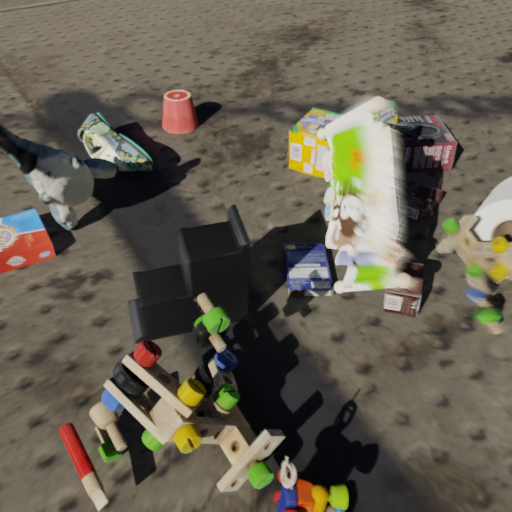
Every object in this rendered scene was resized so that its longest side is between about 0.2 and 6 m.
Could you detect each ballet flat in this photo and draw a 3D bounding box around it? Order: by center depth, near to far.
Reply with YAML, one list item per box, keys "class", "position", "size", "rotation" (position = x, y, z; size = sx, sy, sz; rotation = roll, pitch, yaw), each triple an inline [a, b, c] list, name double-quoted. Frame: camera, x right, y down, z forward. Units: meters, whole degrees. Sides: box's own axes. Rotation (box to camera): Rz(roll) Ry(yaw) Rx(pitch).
- class: "ballet flat"
  position: [-3.507, -2.559, 13.620]
  size: [1.038, 1.038, 2.797]
  rotation: [-25, 43, -27]

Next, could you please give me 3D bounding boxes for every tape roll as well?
- class: "tape roll"
  position: [4.985, -0.539, 10.372]
  size: [1.702, 1.702, 1.169]
  rotation: [25, 45, 28]

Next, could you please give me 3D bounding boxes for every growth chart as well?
- class: "growth chart"
  position: [1.689, -0.944, 9.471]
  size: [0.295, 2.408, 3.328]
  rotation: [0, 79, -21]

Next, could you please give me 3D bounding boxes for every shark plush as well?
- class: "shark plush"
  position: [-4.135, -1.567, 10.501]
  size: [1.525, 1.664, 3.662]
  rotation: [36, 8, 7]

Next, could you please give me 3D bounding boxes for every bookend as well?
- class: "bookend"
  position: [-1.158, 0.331, 9.040]
  size: [1.960, 1.948, 0.903]
  rotation: [-12, 49, -12]

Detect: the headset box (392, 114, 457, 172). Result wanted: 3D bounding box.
- class: "headset box"
  position: [3.819, -2.791, 13.814]
  size: [2.107, 0.814, 1.568]
  rotation: [-3, 39, -1]

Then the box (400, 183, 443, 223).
- class: "box"
  position: [3.602, -1.159, 12.181]
  size: [0.502, 0.376, 1.003]
  rotation: [27, 45, 29]

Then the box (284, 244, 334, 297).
- class: "box"
  position: [0.967, 0.256, 10.561]
  size: [0.814, 0.218, 1.343]
  rotation: [-1, 41, -1]

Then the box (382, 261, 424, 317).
- class: "box"
  position: [2.567, 0.565, 9.766]
  size: [0.600, 0.607, 0.731]
  rotation: [8, 51, 14]

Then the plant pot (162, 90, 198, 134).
- class: "plant pot"
  position: [-2.091, -3.924, 15.137]
  size: [1.012, 0.896, 1.012]
  rotation: [-1, 39, 0]

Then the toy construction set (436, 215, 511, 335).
- class: "toy construction set"
  position: [4.041, -0.162, 9.173]
  size: [2.114, 1.625, 1.763]
  rotation: [-38, 6, 11]

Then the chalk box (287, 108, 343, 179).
- class: "chalk box"
  position: [1.635, -2.831, 13.642]
  size: [1.087, 1.093, 1.756]
  rotation: [20, 45, 23]

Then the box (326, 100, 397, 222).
- class: "box"
  position: [2.139, -1.878, 11.398]
  size: [1.442, 2.457, 0.594]
  rotation: [-30, 48, -32]

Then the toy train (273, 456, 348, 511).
- class: "toy train"
  position: [0.686, 2.787, 6.522]
  size: [0.852, 1.472, 0.623]
  rotation: [2, 39, -4]

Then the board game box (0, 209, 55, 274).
- class: "board game box"
  position: [-5.052, -0.204, 11.010]
  size: [1.803, 0.364, 1.379]
  rotation: [-21, 44, -23]

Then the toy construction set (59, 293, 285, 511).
- class: "toy construction set"
  position: [-0.928, 2.281, 7.070]
  size: [2.607, 2.174, 2.003]
  rotation: [-34, 60, -8]
